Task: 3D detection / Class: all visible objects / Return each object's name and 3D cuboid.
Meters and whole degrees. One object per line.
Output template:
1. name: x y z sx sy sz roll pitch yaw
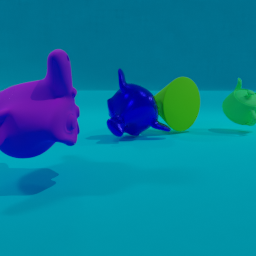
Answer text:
1. monkey head: -1.111 -0.285 3.270 1.028 1.227 1.706 -1 19 -3
2. monkey head: 0.088 -0.361 6.104 1.074 1.783 1.282 -38 6 20
3. cone: 0.940 -0.655 7.358 1.334 1.334 1.339 -6 11 -37
4. teapot: 2.984 -0.639 7.210 1.024 0.806 1.647 6 43 -4
